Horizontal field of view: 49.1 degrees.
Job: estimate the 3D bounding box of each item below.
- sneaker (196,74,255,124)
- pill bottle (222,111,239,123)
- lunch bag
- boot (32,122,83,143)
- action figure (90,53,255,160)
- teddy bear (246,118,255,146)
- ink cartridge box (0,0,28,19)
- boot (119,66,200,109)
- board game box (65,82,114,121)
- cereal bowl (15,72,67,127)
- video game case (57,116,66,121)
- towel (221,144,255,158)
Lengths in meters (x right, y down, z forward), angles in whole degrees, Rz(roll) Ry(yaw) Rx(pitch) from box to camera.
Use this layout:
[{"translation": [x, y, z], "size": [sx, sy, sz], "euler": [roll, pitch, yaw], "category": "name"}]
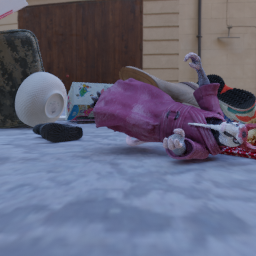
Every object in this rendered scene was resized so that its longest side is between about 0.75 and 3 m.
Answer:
[{"translation": [3.089, -0.819, 8.961], "size": [0.891, 1.183, 2.531], "euler": [-34, 35, -5], "category": "sneaker"}, {"translation": [2.994, -0.720, 9.967], "size": [2.101, 1.179, 1.179], "euler": [-2, 5, -16], "category": "pill bottle"}, {"translation": [-3.816, -1.553, 9.094], "size": [2.035, 2.920, 2.449], "euler": [-17, 19, -21], "category": "lunch bag"}, {"translation": [-1.634, 0.037, 5.769], "size": [1.150, 0.377, 0.948], "euler": [11, 0, 44], "category": "boot"}, {"translation": [0.635, 0.020, 4.016], "size": [2.353, 1.752, 1.576], "euler": [19, 56, 30], "category": "action figure"}, {"translation": [2.394, 0.047, 4.421], "size": [1.142, 0.526, 1.575], "euler": [-12, 4, 37], "category": "teddy bear"}, {"translation": [-3.623, -3.177, 7.418], "size": [1.566, 0.664, 1.141], "euler": [1, 39, 40], "category": "ink cartridge box"}, {"translation": [1.325, -0.992, 8.222], "size": [2.815, 0.989, 2.058], "euler": [46, 43, 14], "category": "boot"}, {"translation": [-0.924, -0.996, 11.300], "size": [2.944, 0.946, 2.172], "euler": [0, -13, -20], "category": "board game box"}, {"translation": [-2.425, -0.769, 8.325], "size": [0.710, 1.705, 1.705], "euler": [20, 14, 25], "category": "cereal bowl"}, {"translation": [-3.357, -0.438, 12.497], "size": [1.344, 0.159, 1.223], "euler": [-1, 5, -16], "category": "video game case"}, {"translation": [1.963, 0.268, 4.381], "size": [1.265, 0.197, 1.749], "euler": [-3, 6, -38], "category": "towel"}]
